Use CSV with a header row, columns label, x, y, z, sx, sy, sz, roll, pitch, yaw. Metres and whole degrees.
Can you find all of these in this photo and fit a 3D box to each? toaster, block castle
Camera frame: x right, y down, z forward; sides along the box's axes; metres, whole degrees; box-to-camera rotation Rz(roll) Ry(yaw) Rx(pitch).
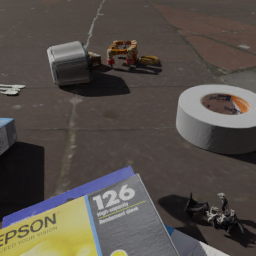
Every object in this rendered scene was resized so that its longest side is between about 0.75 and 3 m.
label,x,y,z,sx,sy,sz,roll,pitch,yaw
toaster,-2.603,-2.836,12.540,1.694,1.490,2.623,-13,40,-13
block castle,-0.242,-3.832,14.541,1.402,0.984,2.098,0,30,9

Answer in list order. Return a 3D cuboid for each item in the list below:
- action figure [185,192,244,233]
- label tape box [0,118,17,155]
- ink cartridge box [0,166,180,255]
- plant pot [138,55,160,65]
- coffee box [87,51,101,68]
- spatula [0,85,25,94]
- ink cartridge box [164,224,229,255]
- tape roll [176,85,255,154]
label,x,y,z,sx,sy,sz,roll,pitch,yaw
action figure,1.907,1.819,6.089,1.253,0.639,0.745,13,24,23
label tape box,-4.419,0.429,7.577,1.800,0.790,2.496,1,19,2
ink cartridge box,-0.895,1.881,4.657,2.947,0.701,2.982,-22,37,-7
plant pot,1.127,-3.669,15.006,1.161,0.160,1.161,0,32,0
coffee box,-2.136,-3.547,14.433,0.804,0.561,1.406,-28,42,-36
spatula,-5.254,-1.665,11.947,1.415,0.114,0.984,4,34,7
ink cartridge box,0.976,2.512,4.679,1.495,0.961,0.936,19,38,28
tape roll,3.097,-0.404,9.198,2.942,0.972,2.942,-1,33,0
